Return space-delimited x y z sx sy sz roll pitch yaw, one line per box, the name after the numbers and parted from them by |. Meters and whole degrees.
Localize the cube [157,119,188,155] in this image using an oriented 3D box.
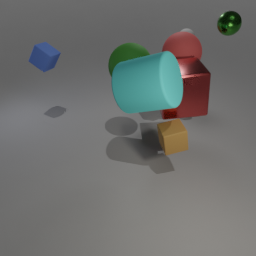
1.301 0.257 8.173 0.700 0.700 0.700 -14 35 -3 | cube

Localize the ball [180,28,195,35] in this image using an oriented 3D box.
2.358 -3.657 11.332 0.700 0.700 0.700 0 32 0 | ball

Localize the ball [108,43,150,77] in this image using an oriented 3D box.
0.080 -1.962 8.834 1.400 1.400 1.400 0 32 0 | ball

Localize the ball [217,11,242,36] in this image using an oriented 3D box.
3.027 -3.124 8.369 0.700 0.700 0.700 0 32 0 | ball

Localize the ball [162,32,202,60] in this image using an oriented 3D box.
1.905 -2.678 9.923 1.400 1.400 1.400 0 32 0 | ball

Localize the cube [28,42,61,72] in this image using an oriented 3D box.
-2.970 -2.536 9.992 0.700 0.700 0.700 36 32 0 | cube

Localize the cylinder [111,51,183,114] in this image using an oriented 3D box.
0.521 -1.137 7.241 1.400 1.400 1.400 -6 26 31 | cylinder

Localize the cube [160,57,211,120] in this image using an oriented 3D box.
1.649 -1.253 8.748 1.400 1.400 1.400 -6 33 0 | cube
